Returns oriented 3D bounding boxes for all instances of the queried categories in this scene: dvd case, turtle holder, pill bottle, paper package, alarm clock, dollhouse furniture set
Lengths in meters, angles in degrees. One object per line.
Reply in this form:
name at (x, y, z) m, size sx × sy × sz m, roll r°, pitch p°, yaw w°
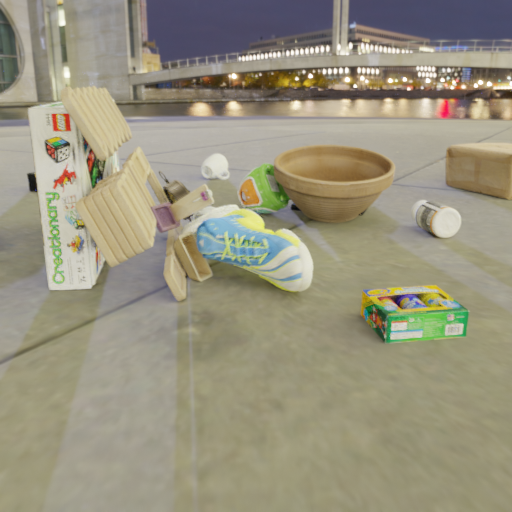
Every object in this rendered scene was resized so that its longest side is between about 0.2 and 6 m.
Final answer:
dvd case at (1.869, -1.267, 13.897) m, size 1.770 × 0.155 × 1.263 m, roll 6°, pitch 20°, yaw 18°
turtle holder at (0.223, -1.597, 13.290) m, size 1.089 × 1.166 × 1.534 m, roll -24°, pitch 20°, yaw 26°
pill bottle at (3.688, -0.795, 11.607) m, size 0.631 × 0.631 × 1.085 m, roll -4°, pitch 18°, yaw -11°
paper package at (7.088, -2.490, 15.929) m, size 2.308 × 1.253 × 2.421 m, roll -8°, pitch 18°, yaw -24°
alarm clock at (-1.516, -1.184, 10.803) m, size 0.375 × 1.128 × 0.761 m, roll -39°, pitch 2°, yaw -13°
dollhouse furniture set at (-0.761, -0.429, 9.001) m, size 1.004 × 1.415 × 1.121 m, roll -25°, pitch 1°, yaw 31°

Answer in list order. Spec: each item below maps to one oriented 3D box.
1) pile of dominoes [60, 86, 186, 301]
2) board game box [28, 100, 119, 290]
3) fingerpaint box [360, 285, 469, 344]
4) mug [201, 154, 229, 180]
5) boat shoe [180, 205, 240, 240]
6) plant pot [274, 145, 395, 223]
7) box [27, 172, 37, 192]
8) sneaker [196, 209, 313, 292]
pile of dominoes at (-2.158, -1.117, 9.104) m, size 0.659 × 3.225 × 4.137 m, roll -26°, pitch 19°, yaw 1°
board game box at (-3.048, -1.390, 10.056) m, size 0.738 × 2.692 × 4.265 m, roll -2°, pitch 17°, yaw -7°
fingerpaint box at (2.009, 0.724, 7.212) m, size 1.078 × 0.395 × 0.899 m, roll -3°, pitch 18°, yaw -8°
mug at (-1.281, -2.736, 17.830) m, size 0.938 × 0.693 × 0.822 m, roll 34°, pitch 37°, yaw 6°
boat shoe at (-0.789, -0.602, 10.351) m, size 0.701 × 0.737 × 2.047 m, roll 44°, pitch 36°, yaw 17°
plant pot at (1.725, -1.555, 12.679) m, size 2.663 × 1.229 × 2.663 m, roll 0°, pitch 27°, yaw 0°
box at (-5.576, -2.136, 15.946) m, size 1.439 × 0.567 × 1.016 m, roll 6°, pitch 22°, yaw 21°
sneaker at (-0.175, -0.024, 8.618) m, size 1.250 × 0.901 × 2.379 m, roll -10°, pitch 24°, yaw -27°
